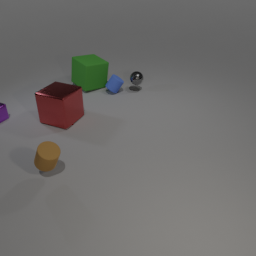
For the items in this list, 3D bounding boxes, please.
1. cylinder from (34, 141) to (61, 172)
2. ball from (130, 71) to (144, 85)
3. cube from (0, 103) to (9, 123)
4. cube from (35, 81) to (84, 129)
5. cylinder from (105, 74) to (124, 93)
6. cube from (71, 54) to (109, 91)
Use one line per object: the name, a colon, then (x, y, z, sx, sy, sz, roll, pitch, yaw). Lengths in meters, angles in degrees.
cylinder: (-2.513, 0.884, 8.705, 0.700, 0.700, 0.700, 15, 46, -16)
ball: (0.442, -2.542, 14.302, 0.700, 0.700, 0.700, 0, 33, 0)
cube: (-5.687, -0.656, 12.027, 0.700, 0.700, 0.700, 16, 36, 23)
cube: (-2.851, -0.992, 11.870, 1.400, 1.400, 1.400, 13, 34, 20)
cylinder: (-0.680, -2.256, 14.283, 0.700, 0.700, 0.700, 32, 19, -13)
cube: (-2.017, -2.938, 14.734, 1.400, 1.400, 1.400, -19, 41, -37)
